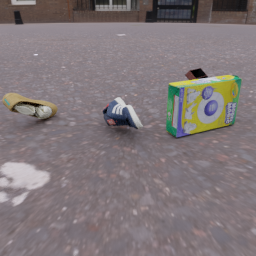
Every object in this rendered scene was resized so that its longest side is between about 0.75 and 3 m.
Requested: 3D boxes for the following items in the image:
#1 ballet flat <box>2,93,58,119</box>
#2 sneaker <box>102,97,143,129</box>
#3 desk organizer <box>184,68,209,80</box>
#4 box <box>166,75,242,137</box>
[{"bbox_3d":[-2.805,-0.526,8.337,1.863,0.640,0.587,13,28,-51],"label":"ballet flat"},{"bbox_3d":[-0.219,-0.270,7.751,0.762,0.676,1.804,-32,26,-7],"label":"sneaker"},{"bbox_3d":[2.631,-1.578,9.861,0.477,0.512,1.330,10,42,-48],"label":"desk organizer"},{"bbox_3d":[2.301,-0.678,8.034,2.492,1.462,0.603,-13,27,-25],"label":"box"}]
